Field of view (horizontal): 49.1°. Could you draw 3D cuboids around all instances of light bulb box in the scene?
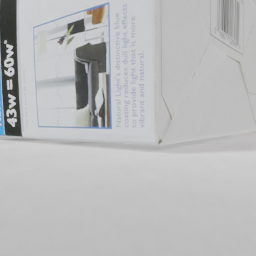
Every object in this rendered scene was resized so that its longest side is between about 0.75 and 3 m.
[{"bbox_3d":[-0.092,-0.688,3.318,2.549,1.591,2.526,1,2,37],"label":"light bulb box"}]
